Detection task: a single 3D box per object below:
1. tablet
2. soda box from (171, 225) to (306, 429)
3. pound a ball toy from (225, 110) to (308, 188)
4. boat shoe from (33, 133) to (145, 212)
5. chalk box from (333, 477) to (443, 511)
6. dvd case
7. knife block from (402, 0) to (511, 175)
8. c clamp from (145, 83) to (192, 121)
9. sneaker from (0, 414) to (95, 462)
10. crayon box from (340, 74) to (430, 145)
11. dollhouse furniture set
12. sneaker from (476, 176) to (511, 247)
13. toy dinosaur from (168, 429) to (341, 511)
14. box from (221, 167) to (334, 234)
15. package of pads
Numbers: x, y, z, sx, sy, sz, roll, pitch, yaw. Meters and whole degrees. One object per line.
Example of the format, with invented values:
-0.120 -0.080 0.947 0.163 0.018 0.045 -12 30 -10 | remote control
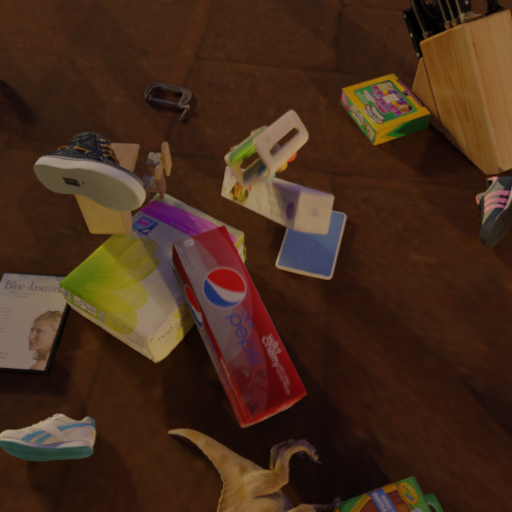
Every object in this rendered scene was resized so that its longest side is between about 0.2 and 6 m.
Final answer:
1.077 -0.302 10.766 1.070 0.112 1.644 13 55 9 | tablet
-0.340 1.025 8.344 0.896 0.989 2.825 -20 71 -19 | soda box
0.139 -1.677 9.199 1.122 0.731 1.721 -21 18 39 | pound a ball toy
-2.309 -1.354 8.380 2.148 0.760 0.975 16 53 30 | boat shoe
1.829 3.552 7.342 1.445 0.896 0.902 -16 55 -12 | chalk box
-3.968 1.117 9.651 1.374 0.169 1.925 3 53 3 | dvd case
4.594 -4.193 11.569 1.289 3.537 4.029 -23 56 -16 | knife block
-2.112 -3.752 13.349 1.298 0.176 1.109 19 55 14 | c clamp
-3.082 2.675 8.297 1.378 0.527 0.556 3 46 -7 | sneaker
2.938 -3.388 12.874 1.390 0.469 1.611 -20 56 -11 | crayon box
-2.500 -1.438 9.800 1.656 1.173 1.802 2 54 3 | dollhouse furniture set
4.621 -0.886 11.014 0.739 0.632 1.801 14 52 39 | sneaker
0.087 3.146 7.656 1.594 0.918 3.152 -31 59 -20 | toy dinosaur
0.244 -1.037 9.732 0.653 0.610 3.151 4 13 -26 | box
-1.663 0.294 9.797 2.109 0.931 2.729 28 57 21 | package of pads
